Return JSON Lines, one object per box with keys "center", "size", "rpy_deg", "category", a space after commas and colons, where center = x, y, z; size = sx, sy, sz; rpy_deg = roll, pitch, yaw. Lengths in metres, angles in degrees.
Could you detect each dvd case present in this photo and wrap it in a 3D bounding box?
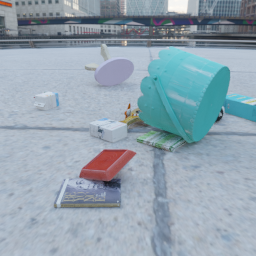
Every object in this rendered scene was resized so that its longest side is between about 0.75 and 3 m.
{"center": [-0.900, 1.501, 6.613], "size": [1.463, 0.117, 1.088], "rpy_deg": [-1, 20, 0], "category": "dvd case"}

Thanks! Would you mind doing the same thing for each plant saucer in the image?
{"center": [-0.553, 0.877, 7.180], "size": [1.182, 0.217, 1.184], "rpy_deg": [-4, 26, 43], "category": "plant saucer"}

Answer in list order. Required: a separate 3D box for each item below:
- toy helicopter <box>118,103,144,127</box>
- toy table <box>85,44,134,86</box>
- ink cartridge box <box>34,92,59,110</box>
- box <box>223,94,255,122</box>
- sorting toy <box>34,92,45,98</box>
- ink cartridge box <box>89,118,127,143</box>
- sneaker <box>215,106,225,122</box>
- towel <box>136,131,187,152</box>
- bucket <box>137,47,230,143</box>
{"center": [0.190, -0.436, 10.978], "size": [1.318, 0.786, 1.994], "rpy_deg": [20, 35, 37], "category": "toy helicopter"}
{"center": [-1.233, -3.898, 18.155], "size": [2.828, 2.600, 1.656], "rpy_deg": [-11, 39, -38], "category": "toy table"}
{"center": [-3.880, -1.280, 13.294], "size": [0.663, 0.646, 1.032], "rpy_deg": [10, 22, 26], "category": "ink cartridge box"}
{"center": [5.391, -0.802, 11.953], "size": [1.167, 0.697, 2.837], "rpy_deg": [-14, 25, -32], "category": "box"}
{"center": [-4.409, -1.655, 14.887], "size": [0.673, 0.236, 1.397], "rpy_deg": [4, 20, 11], "category": "sorting toy"}
{"center": [-0.701, 0.060, 9.971], "size": [1.129, 0.485, 0.826], "rpy_deg": [15, 25, 37], "category": "ink cartridge box"}
{"center": [2.816, -0.941, 12.244], "size": [2.809, 1.060, 1.616], "rpy_deg": [18, 17, 22], "category": "sneaker"}
{"center": [1.140, 0.429, 9.464], "size": [1.424, 0.219, 1.063], "rpy_deg": [12, 22, 35], "category": "towel"}
{"center": [1.914, -1.068, 9.348], "size": [1.965, 3.020, 3.020], "rpy_deg": [27, 31, 30], "category": "bucket"}
